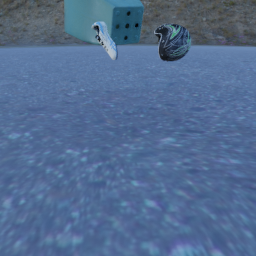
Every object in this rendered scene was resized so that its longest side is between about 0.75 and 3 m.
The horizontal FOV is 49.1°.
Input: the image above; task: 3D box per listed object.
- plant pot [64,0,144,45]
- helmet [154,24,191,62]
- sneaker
[{"bbox_3d":[-0.688,-3.534,8.726,1.709,1.710,2.419,-17,41,-32],"label":"plant pot"},{"bbox_3d":[1.847,-3.510,11.606,1.555,1.555,1.482,-7,42,-19],"label":"helmet"},{"bbox_3d":[-0.408,-1.534,4.985,0.280,0.771,0.277,-23,-9,-20],"label":"sneaker"}]
